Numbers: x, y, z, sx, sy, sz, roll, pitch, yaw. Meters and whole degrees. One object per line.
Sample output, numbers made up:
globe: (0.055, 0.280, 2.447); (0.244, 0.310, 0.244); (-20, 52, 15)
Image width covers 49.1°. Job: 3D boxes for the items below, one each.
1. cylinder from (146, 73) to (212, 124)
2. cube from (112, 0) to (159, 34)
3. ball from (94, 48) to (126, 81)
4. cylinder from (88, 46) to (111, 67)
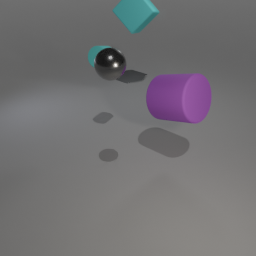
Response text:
cylinder: (1.501, -0.890, 8.303); (1.400, 1.400, 1.400); (-26, 23, -37)
cube: (0.395, -5.418, 13.020); (1.400, 1.400, 1.400); (49, 26, -5)
ball: (-0.383, -1.377, 6.056); (0.700, 0.700, 0.700); (0, 30, 0)
cylinder: (-0.843, -2.321, 9.151); (0.700, 0.700, 0.700); (12, 19, 20)
